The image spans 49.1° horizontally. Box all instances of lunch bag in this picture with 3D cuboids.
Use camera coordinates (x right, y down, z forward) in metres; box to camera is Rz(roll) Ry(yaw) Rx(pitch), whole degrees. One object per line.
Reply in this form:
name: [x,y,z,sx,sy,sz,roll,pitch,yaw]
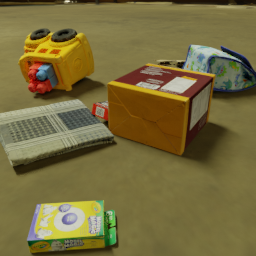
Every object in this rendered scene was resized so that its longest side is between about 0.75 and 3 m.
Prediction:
lunch bag: [3.690,-2.319,11.013,2.439,1.554,2.074,9,25,-16]

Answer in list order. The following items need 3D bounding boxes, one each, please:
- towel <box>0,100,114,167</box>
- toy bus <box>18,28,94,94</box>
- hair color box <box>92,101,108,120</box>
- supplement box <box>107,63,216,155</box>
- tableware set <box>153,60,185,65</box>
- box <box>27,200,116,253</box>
towel: [-2.132,0.048,7.791,2.751,0.475,2.649,-13,34,-27]
toy bus: [-3.216,-2.447,11.046,2.911,1.975,2.794,11,47,24]
hair color box: [-0.471,-0.569,8.522,0.618,0.373,1.217,22,20,28]
supplement box: [0.957,-0.687,7.889,2.217,1.492,2.248,17,33,28]
tableware set: [2.201,-3.074,13.486,1.752,0.351,1.158,-3,17,-18]
box: [-0.918,1.667,4.830,1.409,0.341,0.827,-1,29,-5]
